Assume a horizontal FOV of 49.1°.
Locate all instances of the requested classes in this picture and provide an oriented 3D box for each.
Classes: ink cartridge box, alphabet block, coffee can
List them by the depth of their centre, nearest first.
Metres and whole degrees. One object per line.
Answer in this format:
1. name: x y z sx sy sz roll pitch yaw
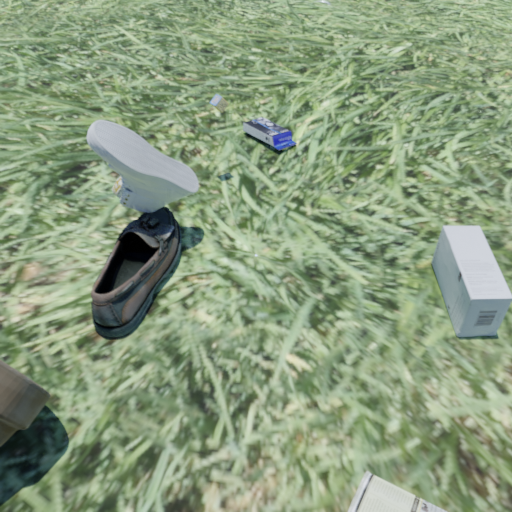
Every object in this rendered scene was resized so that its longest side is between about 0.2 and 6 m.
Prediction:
1. coffee can: 1.714 3.239 6.251 1.454 1.064 1.064 22 48 21
2. alphabet block: -0.730 -3.023 11.102 0.232 0.238 0.233 -51 46 4
3. ink cartridge box: 0.330 -2.893 13.167 0.632 0.249 1.270 -26 48 -36

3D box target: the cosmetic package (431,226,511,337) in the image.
1. cosmetic package: 3.534 0.383 9.327 0.696 0.967 1.714 -1 42 -2

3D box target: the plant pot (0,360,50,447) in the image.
1. plant pot: -4.360 2.018 6.705 2.742 2.742 2.380 21 64 20

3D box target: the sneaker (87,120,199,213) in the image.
1. sneaker: -2.216 -1.380 9.643 1.293 2.238 0.825 -24 55 31

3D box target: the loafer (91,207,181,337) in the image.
1. loafer: -2.028 0.011 9.695 1.055 0.923 2.935 5 46 11
